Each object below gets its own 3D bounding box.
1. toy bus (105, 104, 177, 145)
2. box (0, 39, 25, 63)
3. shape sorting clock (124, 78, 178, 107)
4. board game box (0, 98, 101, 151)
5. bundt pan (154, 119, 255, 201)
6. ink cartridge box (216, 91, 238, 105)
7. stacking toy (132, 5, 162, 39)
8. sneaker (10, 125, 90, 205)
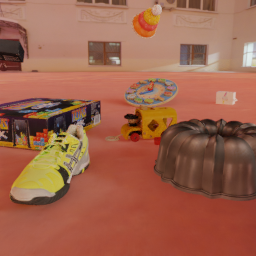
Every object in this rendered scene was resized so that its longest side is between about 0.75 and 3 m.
[{"bbox_3d":[0.424,-0.164,6.913,1.485,0.813,1.574,8,15,29],"label":"toy bus"},{"bbox_3d":[-3.641,-2.271,8.168,1.049,0.414,0.740,5,-5,-10],"label":"box"},{"bbox_3d":[0.984,-1.603,12.141,2.356,0.462,2.356,-12,33,8],"label":"shape sorting clock"},{"bbox_3d":[-2.283,-0.252,7.343,2.294,0.787,2.775,5,14,16],"label":"board game box"},{"bbox_3d":[1.527,0.355,4.782,2.197,0.825,2.197,-1,13,0],"label":"bundt pan"},{"bbox_3d":[4.350,-1.322,12.303,0.831,0.520,0.534,7,15,30],"label":"ink cartridge box"},{"bbox_3d":[0.841,-3.985,10.173,1.035,1.035,1.417,-6,-7,-24],"label":"stacking toy"},{"bbox_3d":[-1.156,0.492,4.294,0.766,0.776,2.031,3,15,7],"label":"sneaker"}]
